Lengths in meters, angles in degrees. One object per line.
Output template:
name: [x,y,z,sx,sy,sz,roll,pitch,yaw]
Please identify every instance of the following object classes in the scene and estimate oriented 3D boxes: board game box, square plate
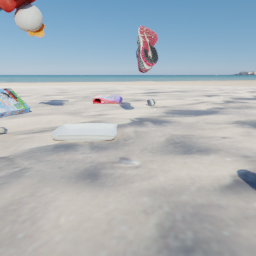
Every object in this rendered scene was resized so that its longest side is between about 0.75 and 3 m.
board game box: [-5.103,-1.067,11.496,1.364,0.330,1.804,43,22,8]
square plate: [-1.099,0.106,7.502,1.613,0.232,1.629,-1,10,-1]

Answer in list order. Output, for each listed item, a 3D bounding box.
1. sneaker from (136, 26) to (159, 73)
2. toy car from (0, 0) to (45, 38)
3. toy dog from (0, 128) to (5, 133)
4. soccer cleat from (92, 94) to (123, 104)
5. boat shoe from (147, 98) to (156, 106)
sneaker: [0.563,-2.769,9.676,0.761,1.889,0.705,16,-33,-20]
toy car: [-3.089,-3.658,8.640,1.609,1.745,1.544,-6,37,38]
toy dog: [-4.008,-0.175,7.597,1.108,0.798,1.143,7,3,-42]
soccer cleat: [-1.188,-1.587,16.064,1.764,0.588,0.674,6,36,13]
boat shoe: [1.304,-1.386,15.030,0.397,0.429,1.161,-14,2,-4]
